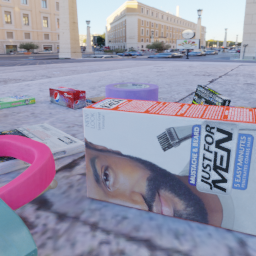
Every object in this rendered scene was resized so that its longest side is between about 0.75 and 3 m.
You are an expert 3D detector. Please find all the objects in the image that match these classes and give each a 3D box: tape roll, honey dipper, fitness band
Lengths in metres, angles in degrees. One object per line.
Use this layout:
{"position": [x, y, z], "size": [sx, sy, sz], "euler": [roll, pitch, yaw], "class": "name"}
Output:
{"position": [0.155, -1.228, 11.008], "size": [2.075, 0.882, 2.075], "euler": [-1, 17, 0], "class": "tape roll"}
{"position": [-1.596, 1.128, 4.156], "size": [0.285, 0.285, 1.500], "euler": [10, 22, 30], "class": "honey dipper"}
{"position": [-2.388, 0.697, 4.564], "size": [2.735, 0.512, 1.964], "euler": [10, 24, 44], "class": "fitness band"}

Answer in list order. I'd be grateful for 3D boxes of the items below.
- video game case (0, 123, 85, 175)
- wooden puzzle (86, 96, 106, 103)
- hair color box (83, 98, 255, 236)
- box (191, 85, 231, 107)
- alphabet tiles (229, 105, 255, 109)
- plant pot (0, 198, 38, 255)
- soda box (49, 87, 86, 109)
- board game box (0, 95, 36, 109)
{"position": [-2.447, 0.390, 6.771], "size": [1.995, 0.256, 2.194], "euler": [-13, 22, -38], "class": "video game case"}
{"position": [-1.152, -1.229, 12.235], "size": [1.751, 0.205, 1.181], "euler": [-10, 15, -31], "class": "wooden puzzle"}
{"position": [0.777, 0.463, 4.231], "size": [2.831, 1.570, 0.905], "euler": [6, 19, 22], "class": "hair color box"}
{"position": [2.061, -0.426, 7.350], "size": [0.277, 1.126, 1.166], "euler": [1, 25, -23], "class": "box"}
{"position": [4.244, -0.464, 9.840], "size": [2.864, 0.108, 2.394], "euler": [7, 19, 23], "class": "alphabet tiles"}
{"position": [-1.420, 1.337, 3.059], "size": [0.904, 0.639, 0.639], "euler": [19, 25, 32], "class": "plant pot"}
{"position": [-2.502, -1.281, 11.521], "size": [0.614, 0.678, 1.937], "euler": [-15, 22, -41], "class": "soda box"}
{"position": [-4.907, -1.096, 11.648], "size": [1.708, 0.249, 1.149], "euler": [-16, 23, -41], "class": "board game box"}
